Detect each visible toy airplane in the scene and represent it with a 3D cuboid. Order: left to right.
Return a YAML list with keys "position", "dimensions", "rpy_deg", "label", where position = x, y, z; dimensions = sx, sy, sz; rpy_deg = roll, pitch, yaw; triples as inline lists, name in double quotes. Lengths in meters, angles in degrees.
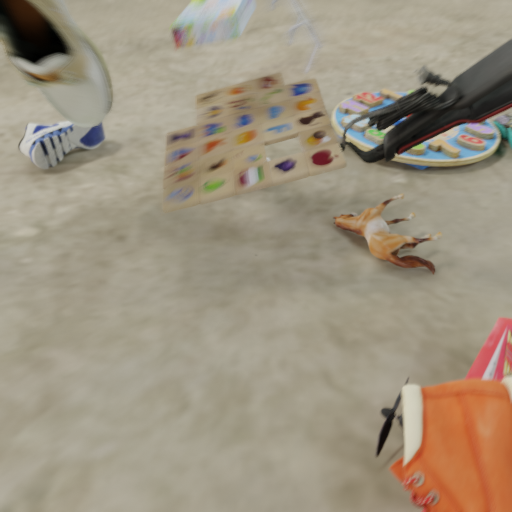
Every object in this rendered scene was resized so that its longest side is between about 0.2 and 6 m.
- position: [2.625, 1.994, 5.161]
  dimensions: [3.071, 0.565, 3.071]
  rpy_deg: [-7, 47, 8]
  label: "toy airplane"

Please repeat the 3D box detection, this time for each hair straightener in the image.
- position: [2.221, -2.036, 7.067]
  dimensions: [3.073, 1.182, 0.629]
  rpy_deg: [-20, 51, 39]
  label: "hair straightener"

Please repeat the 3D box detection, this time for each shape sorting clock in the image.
- position: [3.478, -2.929, 12.325]
  dimensions: [3.614, 0.709, 3.614]
  rpy_deg: [0, 35, 0]
  label: "shape sorting clock"

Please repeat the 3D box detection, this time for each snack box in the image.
- position: [-0.630, -3.685, 8.630]
  dimensions: [1.012, 0.377, 1.424]
  rpy_deg: [-5, 39, 17]
  label: "snack box"

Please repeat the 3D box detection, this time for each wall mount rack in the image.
- position: [0.692, -3.692, 9.260]
  dimensions: [0.468, 1.092, 1.256]
  rpy_deg: [-30, 64, 13]
  label: "wall mount rack"

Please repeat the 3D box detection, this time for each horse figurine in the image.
- position: [2.071, -0.352, 8.745]
  dimensions: [1.209, 0.455, 1.824]
  rpy_deg: [-18, 42, -7]
  label: "horse figurine"

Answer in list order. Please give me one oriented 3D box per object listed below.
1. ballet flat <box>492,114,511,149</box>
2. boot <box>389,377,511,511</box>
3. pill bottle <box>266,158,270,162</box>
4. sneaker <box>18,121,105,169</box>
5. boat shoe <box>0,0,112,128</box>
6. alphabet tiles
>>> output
- position: [5.562, -2.627, 11.928]
  dimensions: [0.604, 0.604, 1.678]
  rpy_deg: [1, 33, 2]
  label: "ballet flat"
- position: [1.732, 2.124, 4.531]
  dimensions: [1.268, 0.887, 2.365]
  rpy_deg: [1, 54, 9]
  label: "boot"
- position: [-0.264, -1.645, 10.585]
  dimensions: [1.000, 0.554, 0.554]
  rpy_deg: [11, 36, 17]
  label: "pill bottle"
- position: [-4.185, -2.529, 11.696]
  dimensions: [1.092, 0.764, 1.891]
  rpy_deg: [23, 42, 27]
  label: "sneaker"
- position: [-2.995, -2.901, 7.914]
  dimensions: [1.198, 3.206, 1.097]
  rpy_deg: [-10, 57, 7]
  label: "boat shoe"
- position: [-0.174, -1.901, 8.509]
  dimensions: [2.526, 0.114, 3.022]
  rpy_deg: [-14, 42, 6]
  label: "alphabet tiles"
